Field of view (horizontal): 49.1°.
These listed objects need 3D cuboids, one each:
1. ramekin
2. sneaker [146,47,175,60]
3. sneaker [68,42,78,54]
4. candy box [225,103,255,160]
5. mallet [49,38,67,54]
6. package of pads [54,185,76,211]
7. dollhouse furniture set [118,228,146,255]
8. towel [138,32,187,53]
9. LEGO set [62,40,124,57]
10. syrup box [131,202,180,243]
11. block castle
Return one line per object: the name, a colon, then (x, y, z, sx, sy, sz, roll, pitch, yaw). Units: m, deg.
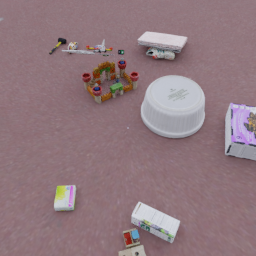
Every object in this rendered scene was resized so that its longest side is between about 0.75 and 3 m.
ramekin: (1.725, -0.929, 10.548, 2.506, 1.167, 2.506, 0, 48, 0)
sneaker: (1.516, -3.441, 13.239, 1.415, 0.498, 0.661, 28, 60, 25)
sneaker: (-2.699, -3.968, 13.768, 0.383, 0.319, 0.851, -2, 49, 7)
candy box: (4.657, 0.187, 9.809, 2.277, 0.814, 1.910, 10, 50, 8)
mallet: (-3.592, -4.095, 13.963, 0.413, 0.258, 1.255, 25, 57, 20)
package of pads: (-1.913, 2.121, 8.499, 0.588, 0.260, 0.762, -2, 49, -2)
dollhouse furniture set: (0.018, 3.119, 7.352, 0.672, 0.676, 0.959, -11, 51, -10)
towel: (1.707, -4.234, 13.655, 2.152, 0.347, 2.055, 13, 33, 11)
LEGO set: (-1.270, -3.105, 10.955, 2.118, 0.520, 1.582, 7, 12, 19)
syrup box: (0.758, 2.645, 7.876, 1.282, 0.505, 0.522, 21, 52, 17)
block castle: (-0.734, -2.044, 11.644, 2.119, 0.994, 1.416, -24, 53, -20)
